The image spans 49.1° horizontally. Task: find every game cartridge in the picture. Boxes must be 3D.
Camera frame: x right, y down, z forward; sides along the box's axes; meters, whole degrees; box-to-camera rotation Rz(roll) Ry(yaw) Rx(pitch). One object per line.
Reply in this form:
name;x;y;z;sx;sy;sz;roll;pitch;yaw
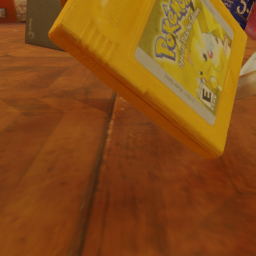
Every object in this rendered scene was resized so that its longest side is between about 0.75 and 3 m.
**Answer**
game cartridge;0.577;-1.146;3.462;0.408;2.516;2.218;-8;54;48

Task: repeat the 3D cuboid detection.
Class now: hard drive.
hard drive;-1.727;-3.459;8.983;2.949;2.058;0.485;11;24;-5

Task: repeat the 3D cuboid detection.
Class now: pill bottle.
pill bottle;1.851;-2.776;5.660;1.500;2.506;1.500;18;10;-3

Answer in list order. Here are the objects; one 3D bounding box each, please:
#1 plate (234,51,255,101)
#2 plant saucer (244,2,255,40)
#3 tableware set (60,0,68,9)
plate;2.424;-1.174;4.162;1.786;0.289;1.789;-46;13;-27
plant saucer;3.068;-2.956;5.527;0.611;2.409;2.409;1;24;-7
tableware set;-1.225;-2.972;5.778;0.387;1.700;2.523;-35;72;-19
